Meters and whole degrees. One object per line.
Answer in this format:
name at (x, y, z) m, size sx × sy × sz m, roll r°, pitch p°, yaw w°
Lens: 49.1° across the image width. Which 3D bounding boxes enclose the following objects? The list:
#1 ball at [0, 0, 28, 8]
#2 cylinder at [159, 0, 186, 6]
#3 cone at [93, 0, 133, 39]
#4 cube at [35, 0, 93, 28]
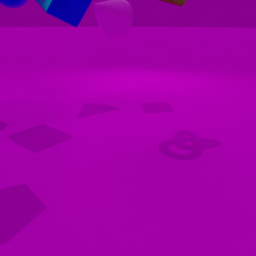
ball at (-3.148, -3.756, 7.483) m, size 1.034 × 1.034 × 1.034 m, roll 0°, pitch 22°, yaw 0°
cylinder at (1.477, -4.563, 9.148) m, size 0.913 × 0.913 × 0.913 m, roll 11°, pitch 20°, yaw -10°
cone at (-0.705, -3.579, 8.654) m, size 1.313 × 1.313 × 1.318 m, roll 11°, pitch 6°, yaw 26°
cube at (-1.606, -3.290, 6.954) m, size 0.964 × 0.964 × 0.964 m, roll 9°, pitch 34°, yaw -51°
